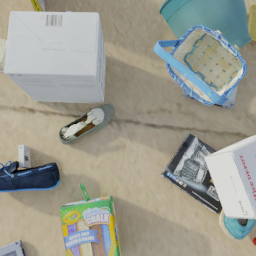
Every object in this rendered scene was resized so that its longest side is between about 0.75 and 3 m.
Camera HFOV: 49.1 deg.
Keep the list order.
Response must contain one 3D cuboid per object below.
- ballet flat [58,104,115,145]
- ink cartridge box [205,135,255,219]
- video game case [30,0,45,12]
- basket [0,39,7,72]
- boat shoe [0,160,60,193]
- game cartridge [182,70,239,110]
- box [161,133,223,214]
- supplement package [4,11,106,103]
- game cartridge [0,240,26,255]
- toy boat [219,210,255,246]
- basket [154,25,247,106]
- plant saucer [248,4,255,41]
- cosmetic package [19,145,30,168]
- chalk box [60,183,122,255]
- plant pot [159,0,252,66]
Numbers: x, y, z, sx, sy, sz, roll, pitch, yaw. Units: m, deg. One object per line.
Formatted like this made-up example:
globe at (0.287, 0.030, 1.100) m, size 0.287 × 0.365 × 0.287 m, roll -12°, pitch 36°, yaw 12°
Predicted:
ballet flat at (-1.505, -0.163, 10.330) m, size 2.377 × 0.757 × 0.801 m, roll -33°, pitch 81°, yaw -6°
ink cartridge box at (4.137, 1.407, 9.120) m, size 2.859 × 1.200 × 2.070 m, roll -16°, pitch 84°, yaw -32°
video game case at (-3.582, -6.088, 10.662) m, size 0.330 × 2.340 × 2.589 m, roll -1°, pitch 79°, yaw -1°
basket at (-4.946, -2.832, 10.872) m, size 0.777 × 0.707 × 1.146 m, roll 12°, pitch 80°, yaw 3°
boat shoe at (-3.917, 1.603, 9.849) m, size 2.975 × 1.252 × 1.021 m, roll -2°, pitch 97°, yaw -14°
game cartridge at (3.196, -1.587, 10.816) m, size 1.973 × 0.410 × 1.314 m, roll 17°, pitch 75°, yaw 3°
box at (2.659, 1.605, 10.066) m, size 2.354 × 0.586 × 1.856 m, roll 35°, pitch 80°, yaw 7°
supplement package at (-2.234, -2.266, 9.657) m, size 2.752 × 2.878 × 2.116 m, roll 2°, pitch 79°, yaw 0°
game cartridge at (-3.971, 4.812, 9.613) m, size 1.062 × 0.331 × 1.595 m, roll -20°, pitch 80°, yaw 0°
toy boat at (4.135, 3.240, 9.456) m, size 2.027 × 0.942 × 1.704 m, roll 47°, pitch 59°, yaw 0°
basket at (2.108, -1.797, 8.025) m, size 2.332 × 1.840 × 2.645 m, roll 44°, pitch 40°, yaw 9°
plant saucer at (5.559, -4.066, 11.277) m, size 1.594 × 0.386 × 1.594 m, roll 12°, pitch 79°, yaw 3°
cosmetic package at (-3.754, 1.049, 10.175) m, size 0.207 × 0.604 × 0.801 m, roll -6°, pitch 79°, yaw -1°
chalk box at (-1.191, 3.137, 9.236) m, size 1.647 × 1.655 × 2.661 m, roll -9°, pitch 81°, yaw -2°
plant pot at (2.997, -3.829, 10.178) m, size 2.838 × 2.838 × 2.666 m, roll -30°, pitch 95°, yaw -5°
